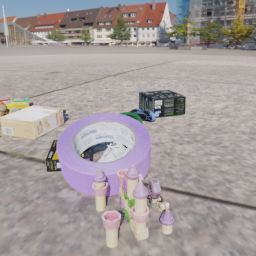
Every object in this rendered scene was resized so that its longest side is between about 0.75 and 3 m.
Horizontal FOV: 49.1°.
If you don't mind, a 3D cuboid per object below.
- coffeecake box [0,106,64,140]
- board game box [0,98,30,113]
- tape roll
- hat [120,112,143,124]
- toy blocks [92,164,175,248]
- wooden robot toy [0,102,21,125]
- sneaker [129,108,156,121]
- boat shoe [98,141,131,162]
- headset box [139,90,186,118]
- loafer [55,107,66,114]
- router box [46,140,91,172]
[{"bbox_3d":[-3.663,-0.276,10.908,1.482,0.705,1.931,7,20,18],"label":"coffeecake box"},{"bbox_3d":[-5.842,-1.087,13.777,1.894,0.382,1.449,-7,20,-19],"label":"board game box"},{"bbox_3d":[-0.587,0.587,7.219,2.351,0.771,2.351,-1,38,1],"label":"tape roll"},{"bbox_3d":[0.011,0.186,10.492,1.183,1.257,1.428,8,57,12],"label":"hat"},{"bbox_3d":[0.150,1.242,5.551,1.577,1.328,1.474,-5,19,-15],"label":"toy blocks"},{"bbox_3d":[-5.167,-0.702,11.946,0.824,0.848,1.870,6,20,19],"label":"wooden robot toy"},{"bbox_3d":[0.563,-0.515,12.067,0.546,0.492,1.403,-21,23,-32],"label":"sneaker"},{"bbox_3d":[-0.318,0.742,7.844,0.817,0.778,2.270,11,22,29],"label":"boat shoe"},{"bbox_3d":[1.557,-1.216,13.364,1.668,0.888,1.915,-7,20,-18],"label":"headset box"},{"bbox_3d":[-3.218,-0.762,12.626,1.027,0.361,0.349,-1,17,33],"label":"loafer"},{"bbox_3d":[-1.718,0.771,8.340,1.182,0.393,1.504,-2,19,-6],"label":"router box"}]
